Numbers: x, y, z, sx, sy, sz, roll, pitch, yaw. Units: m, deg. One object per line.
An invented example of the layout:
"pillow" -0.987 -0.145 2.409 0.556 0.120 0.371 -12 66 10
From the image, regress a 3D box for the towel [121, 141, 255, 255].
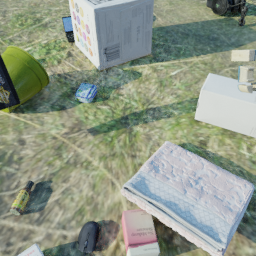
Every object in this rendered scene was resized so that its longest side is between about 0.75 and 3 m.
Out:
"towel" 1.577 1.519 7.080 2.717 0.438 2.595 28 38 22

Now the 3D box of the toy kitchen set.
"toy kitchen set" 3.349 -1.543 7.554 0.894 1.116 0.657 -8 16 -18

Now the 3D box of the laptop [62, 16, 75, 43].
"laptop" -2.412 -4.737 13.276 1.168 0.680 1.318 -14 48 -12

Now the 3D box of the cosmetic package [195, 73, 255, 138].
"cosmetic package" 3.549 -0.670 8.935 2.495 1.342 1.058 21 50 17

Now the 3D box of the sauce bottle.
"sauce bottle" -2.732 1.793 7.300 0.298 0.298 0.922 7 46 7

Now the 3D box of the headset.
"headset" 5.346 -6.327 14.783 1.842 1.401 2.982 -10 32 -10

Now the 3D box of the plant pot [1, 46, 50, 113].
"plant pot" -4.000 -1.540 9.636 1.830 1.830 1.762 23 62 20

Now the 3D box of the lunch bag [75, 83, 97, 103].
"lunch bag" -1.514 -1.286 10.224 0.648 0.332 0.806 15 49 10

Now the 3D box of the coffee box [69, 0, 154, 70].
"coffee box" -0.716 -4.390 11.617 2.564 2.560 2.536 -23 51 -21

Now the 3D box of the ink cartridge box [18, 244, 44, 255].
"ink cartridge box" -2.005 3.155 5.878 0.794 0.462 1.090 -30 51 -26

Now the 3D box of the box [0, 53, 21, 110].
"box" -3.872 -1.102 7.043 1.749 1.762 0.438 -23 45 -20

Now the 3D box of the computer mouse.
"computer mouse" -1.001 2.852 6.295 0.483 0.281 1.649 7 47 5

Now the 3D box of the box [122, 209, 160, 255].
"box" 0.267 2.471 6.425 0.680 0.580 1.064 -4 45 -9
